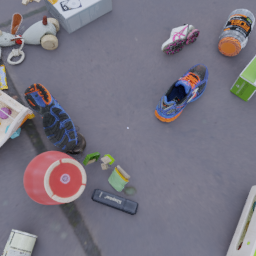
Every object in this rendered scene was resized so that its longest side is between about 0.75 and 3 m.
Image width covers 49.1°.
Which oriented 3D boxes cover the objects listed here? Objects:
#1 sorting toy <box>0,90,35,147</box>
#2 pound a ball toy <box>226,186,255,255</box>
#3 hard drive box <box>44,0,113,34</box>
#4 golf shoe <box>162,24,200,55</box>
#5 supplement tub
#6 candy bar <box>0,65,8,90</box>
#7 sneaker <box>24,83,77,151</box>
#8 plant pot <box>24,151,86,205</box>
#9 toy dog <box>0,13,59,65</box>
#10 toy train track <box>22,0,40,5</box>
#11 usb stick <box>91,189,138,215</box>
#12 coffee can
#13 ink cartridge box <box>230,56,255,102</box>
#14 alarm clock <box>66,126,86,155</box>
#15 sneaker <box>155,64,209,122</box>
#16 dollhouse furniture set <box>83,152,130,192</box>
[{"bbox_3d":[-4.806,-0.127,9.538,2.725,1.456,2.453,32,80,18],"label":"sorting toy"},{"bbox_3d":[3.937,3.313,8.081,1.794,1.169,2.752,36,67,-11],"label":"pound a ball toy"},{"bbox_3d":[-2.173,-5.530,12.314,2.380,0.914,1.855,-36,70,-16],"label":"hard drive box"},{"bbox_3d":[2.016,-3.673,11.572,1.954,0.709,0.900,-34,64,-25],"label":"golf shoe"},{"bbox_3d":[4.383,-3.860,11.403,1.097,1.097,1.790,24,67,11],"label":"supplement tub"},{"bbox_3d":[-4.945,-1.999,11.042,0.301,0.134,1.206,-14,66,-7],"label":"candy bar"},{"bbox_3d":[-2.481,-0.383,9.673,1.007,1.049,2.674,-34,74,4],"label":"sneaker"},{"bbox_3d":[-2.052,1.483,8.221,1.703,1.507,1.703,4,82,-30],"label":"plant pot"},{"bbox_3d":[-4.051,-3.900,11.307,2.691,1.296,1.775,-26,67,-12],"label":"toy dog"},{"bbox_3d":[-4.397,-6.449,13.110,1.030,0.292,1.795,22,66,10],"label":"toy train track"},{"bbox_3d":[-0.411,2.334,8.877,1.515,0.247,0.420,17,66,8],"label":"usb stick"},{"bbox_3d":[-3.143,3.529,8.002,0.768,0.768,1.050,13,65,6],"label":"coffee can"},{"bbox_3d":[4.710,-2.176,10.012,0.804,2.123,1.569,37,70,16],"label":"ink cartridge box"},{"bbox_3d":[-1.852,0.410,9.762,0.760,0.375,1.127,-1,61,0],"label":"alarm clock"},{"bbox_3d":[2.101,-1.402,10.212,1.055,1.099,2.801,35,69,14],"label":"sneaker"},{"bbox_3d":[-0.699,1.388,8.960,1.503,0.751,0.580,43,29,19],"label":"dollhouse furniture set"}]
